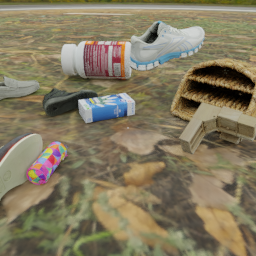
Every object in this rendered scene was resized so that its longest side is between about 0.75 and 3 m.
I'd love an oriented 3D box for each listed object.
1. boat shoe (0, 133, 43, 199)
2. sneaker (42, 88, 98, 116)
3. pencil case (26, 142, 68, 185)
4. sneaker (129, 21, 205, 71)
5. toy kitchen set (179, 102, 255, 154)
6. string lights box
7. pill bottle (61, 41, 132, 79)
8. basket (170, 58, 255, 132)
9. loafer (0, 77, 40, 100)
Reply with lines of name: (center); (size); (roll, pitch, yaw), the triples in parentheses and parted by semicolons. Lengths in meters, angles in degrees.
boat shoe: (-2.700, 0.926, 5.636); (0.854, 0.972, 2.731); (6, 34, 16)
sneaker: (-1.973, -1.020, 9.392); (1.850, 0.707, 1.060); (-18, 40, -21)
pencil case: (-1.788, 0.772, 6.330); (0.521, 0.521, 1.179); (7, 29, 13)
sneaker: (1.310, -2.860, 8.938); (2.860, 1.239, 1.072); (-27, 47, -18)
toy kitchen set: (2.297, 0.333, 7.042); (1.423, 1.161, 1.284); (22, 63, 34)
string lights box: (-0.682, -0.658, 8.953); (1.634, 0.482, 0.840); (-12, 31, -21)
pill bottle: (-1.285, -2.892, 11.952); (2.831, 1.551, 1.551); (2, 29, 4)
basket: (2.770, -1.094, 8.440); (1.823, 1.746, 2.447); (-24, 36, -39)
loafer: (-4.351, -1.507, 10.241); (2.160, 0.754, 0.755); (-17, 33, -29)
